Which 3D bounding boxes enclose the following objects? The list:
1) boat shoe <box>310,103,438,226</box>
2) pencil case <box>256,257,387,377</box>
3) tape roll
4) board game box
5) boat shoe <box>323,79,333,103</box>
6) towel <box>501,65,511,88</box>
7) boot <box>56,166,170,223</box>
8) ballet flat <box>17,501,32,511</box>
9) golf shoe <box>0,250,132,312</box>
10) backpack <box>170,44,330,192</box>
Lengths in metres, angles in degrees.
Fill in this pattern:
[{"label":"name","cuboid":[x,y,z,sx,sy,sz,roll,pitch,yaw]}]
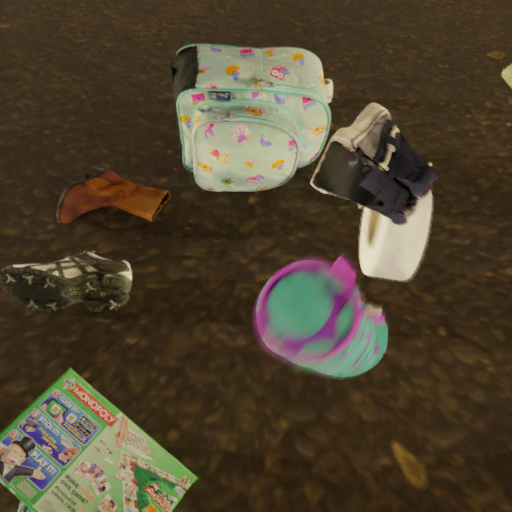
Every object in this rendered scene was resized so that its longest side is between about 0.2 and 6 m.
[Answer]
[{"label":"boat shoe","cuboid":[1.611,-1.123,6.967,1.218,0.980,2.626,30,33,9]},{"label":"pencil case","cuboid":[0.838,0.768,6.258,1.107,2.396,1.020,-41,67,5]},{"label":"tape roll","cuboid":[1.989,-0.499,8.159,0.584,1.671,1.671,9,46,0]},{"label":"board game box","cuboid":[-2.254,2.923,7.650,2.435,0.354,1.639,39,52,7]},{"label":"boat shoe","cuboid":[1.106,-4.662,15.530,2.061,0.720,0.731,3,45,3]},{"label":"towel","cuboid":[3.973,-2.275,7.338,1.457,0.266,1.081,-26,78,-22]},{"label":"boot","cuboid":[-3.107,-1.075,12.223,1.942,0.665,1.829,21,41,10]},{"label":"ballet flat","cuboid":[-2.821,3.195,7.927,0.651,0.651,1.755,25,48,23]},{"label":"golf shoe","cuboid":[-3.504,0.418,10.489,2.390,0.929,1.129,7,35,-3]},{"label":"backpack","cuboid":[-0.031,-3.010,12.380,3.394,2.984,2.602,-8,62,-8]}]
